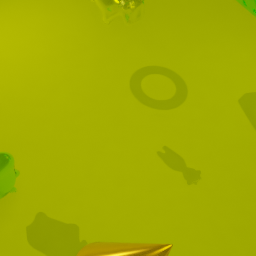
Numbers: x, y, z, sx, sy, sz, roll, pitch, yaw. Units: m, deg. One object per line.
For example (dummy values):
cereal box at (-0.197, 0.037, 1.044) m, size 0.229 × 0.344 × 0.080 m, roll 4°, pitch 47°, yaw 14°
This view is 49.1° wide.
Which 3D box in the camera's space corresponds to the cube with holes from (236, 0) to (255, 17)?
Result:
cube with holes at (2.890, -3.342, 5.815) m, size 1.281 × 1.281 × 1.281 m, roll -34°, pitch 46°, yaw 17°

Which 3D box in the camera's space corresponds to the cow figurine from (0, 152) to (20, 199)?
cow figurine at (-2.661, 0.492, 4.565) m, size 1.726 × 1.698 × 0.947 m, roll -3°, pitch 29°, yaw 33°

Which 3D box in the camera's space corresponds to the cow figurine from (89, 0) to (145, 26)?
cow figurine at (-0.183, -2.168, 4.718) m, size 0.567 × 1.017 × 1.033 m, roll -41°, pitch 100°, yaw -20°

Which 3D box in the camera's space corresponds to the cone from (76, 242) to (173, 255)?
cone at (0.115, 1.603, 3.231) m, size 1.111 × 1.107 × 1.107 m, roll -44°, pitch 61°, yaw 25°
